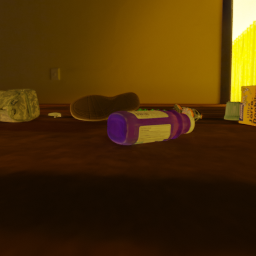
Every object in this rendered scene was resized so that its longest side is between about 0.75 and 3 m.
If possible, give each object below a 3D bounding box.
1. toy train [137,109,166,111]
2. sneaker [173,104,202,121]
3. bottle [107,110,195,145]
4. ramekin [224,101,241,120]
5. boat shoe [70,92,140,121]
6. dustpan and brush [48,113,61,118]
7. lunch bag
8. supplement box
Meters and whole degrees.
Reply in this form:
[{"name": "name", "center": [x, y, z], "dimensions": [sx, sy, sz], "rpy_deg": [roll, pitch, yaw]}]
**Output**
[{"name": "toy train", "center": [0.867, -0.452, 10.224], "dimensions": [0.546, 0.404, 1.935], "rpy_deg": [-17, 16, -38]}, {"name": "sneaker", "center": [1.982, -0.468, 9.717], "dimensions": [0.581, 0.589, 1.505], "rpy_deg": [4, 12, -18]}, {"name": "bottle", "center": [0.503, -0.045, 5.238], "dimensions": [1.767, 0.577, 0.738], "rpy_deg": [-4, 11, -37]}, {"name": "ramekin", "center": [4.446, -0.679, 10.759], "dimensions": [1.407, 0.687, 1.407], "rpy_deg": [0, 6, 0]}, {"name": "boat shoe", "center": [-0.890, -0.718, 10.523], "dimensions": [2.739, 1.014, 0.909], "rpy_deg": [-7, -9, -27]}, {"name": "dustpan and brush", "center": [-3.079, -0.543, 12.067], "dimensions": [0.533, 0.219, 0.764], "rpy_deg": [5, 13, 1]}, {"name": "lunch bag", "center": [-3.982, -0.699, 9.418], "dimensions": [1.597, 1.113, 1.340], "rpy_deg": [3, 20, 25]}, {"name": "supplement box", "center": [4.623, -0.678, 8.324], "dimensions": [2.187, 1.190, 1.198], "rpy_deg": [-1, 6, -5]}]
